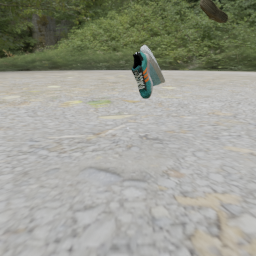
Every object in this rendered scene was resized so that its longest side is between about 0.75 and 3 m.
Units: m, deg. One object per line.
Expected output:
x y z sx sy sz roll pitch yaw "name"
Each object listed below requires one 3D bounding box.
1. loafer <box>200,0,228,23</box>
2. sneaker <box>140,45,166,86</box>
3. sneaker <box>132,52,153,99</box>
2.722 -3.737 9.080 1.130 0.430 0.381 30 -13 -20 "loafer"
0.464 -1.323 6.323 0.478 1.166 0.431 -27 47 11 "sneaker"
0.233 -0.994 5.332 0.318 0.892 0.357 -7 -1 44 "sneaker"
